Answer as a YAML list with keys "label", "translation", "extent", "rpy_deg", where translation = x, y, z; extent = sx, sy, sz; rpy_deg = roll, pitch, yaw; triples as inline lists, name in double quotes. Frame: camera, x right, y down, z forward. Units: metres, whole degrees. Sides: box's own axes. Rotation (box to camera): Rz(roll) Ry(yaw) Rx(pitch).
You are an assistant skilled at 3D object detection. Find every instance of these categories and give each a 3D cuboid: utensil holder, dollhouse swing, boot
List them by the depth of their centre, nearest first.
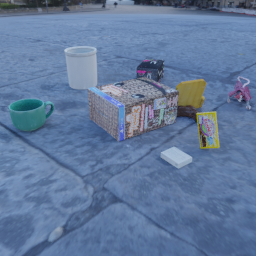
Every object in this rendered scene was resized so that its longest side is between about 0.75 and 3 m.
- label: "boot"
  translation: [2.717, -0.495, 11.873]
  extent: [1.316, 0.453, 1.412]
  rpy_deg: [-19, 39, -25]
- label: "dollhouse swing"
  translation: [2.476, -1.648, 12.794]
  extent: [1.751, 1.539, 1.591]
  rpy_deg: [-11, 31, -18]
- label: "utensil holder"
  translation: [-2.532, -3.316, 15.391]
  extent: [1.695, 1.994, 1.695]
  rpy_deg: [0, 29, 0]

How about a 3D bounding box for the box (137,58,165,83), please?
- label: "box"
  translation: [1.325, -3.242, 16.217]
  extent: [1.233, 1.069, 2.016]
  rpy_deg: [8, 30, 15]

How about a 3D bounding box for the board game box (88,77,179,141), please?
- label: "board game box"
  translation: [0.196, -0.922, 11.538]
  extent: [2.931, 1.419, 2.336]
  rpy_deg: [-18, 33, -31]

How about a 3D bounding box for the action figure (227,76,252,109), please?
- label: "action figure"
  translation: [5.428, -1.666, 13.238]
  extent: [1.155, 1.284, 1.725]
  rpy_deg: [22, 21, 24]

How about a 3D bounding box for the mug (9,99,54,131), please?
- label: "mug"
  translation: [-3.839, -0.479, 11.197]
  extent: [1.599, 0.989, 1.314]
  rpy_deg: [0, 28, -1]

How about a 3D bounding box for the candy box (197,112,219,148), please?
- label: "candy box"
  translation: [2.776, 0.083, 9.724]
  extent: [0.652, 1.276, 0.169]
  rpy_deg: [-4, 12, 26]

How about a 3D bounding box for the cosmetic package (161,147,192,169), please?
- label: "cosmetic package"
  translation: [1.603, 0.972, 9.318]
  extent: [0.637, 0.218, 0.845]
  rpy_deg: [-21, 34, -31]
